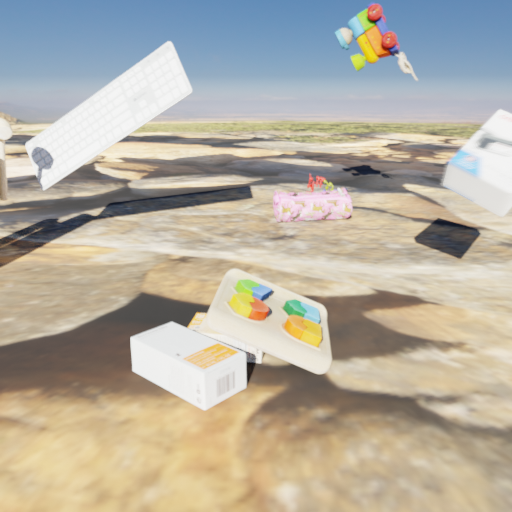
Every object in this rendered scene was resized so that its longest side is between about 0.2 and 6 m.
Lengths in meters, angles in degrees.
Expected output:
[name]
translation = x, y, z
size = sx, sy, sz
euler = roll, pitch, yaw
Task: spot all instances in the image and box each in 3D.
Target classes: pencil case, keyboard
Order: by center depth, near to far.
[keyboard]
translation = -2.898, -2.568, 10.630
size = 3.803, 1.070, 0.203
euler = -27, -15, 22
[pencil case]
translation = 1.298, -1.203, 13.231
size = 1.856, 0.803, 0.768
euler = -4, 25, -7

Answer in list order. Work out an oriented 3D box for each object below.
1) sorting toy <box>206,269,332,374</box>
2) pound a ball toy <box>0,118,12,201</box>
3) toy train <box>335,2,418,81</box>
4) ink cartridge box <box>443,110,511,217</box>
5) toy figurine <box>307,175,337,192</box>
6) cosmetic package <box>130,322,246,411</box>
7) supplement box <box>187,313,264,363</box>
[sorting toy]
translation = 0.232, 0.707, 7.004
size = 1.527, 0.301, 1.650
euler = 23, 19, -2
[pound a ball toy]
translation = -4.858, -1.003, 9.550
size = 1.684, 2.583, 1.097
euler = -13, 21, -38
[toy train]
translation = 2.674, -4.539, 12.657
size = 1.147, 1.983, 0.839
euler = -27, -4, 19
[ink cartridge box]
translation = 3.405, -1.317, 7.795
size = 0.940, 0.547, 1.300
euler = 36, 68, 27
[toy figurine]
translation = 2.050, -1.673, 14.886
size = 0.903, 0.795, 1.507
euler = -1, 17, -22
[cosmetic package]
translation = -0.758, 1.168, 6.149
size = 1.239, 0.442, 0.629
euler = 14, 22, 40
[supplement box]
translation = -0.348, 0.990, 6.862
size = 0.951, 0.350, 0.600
euler = 4, 17, 8
